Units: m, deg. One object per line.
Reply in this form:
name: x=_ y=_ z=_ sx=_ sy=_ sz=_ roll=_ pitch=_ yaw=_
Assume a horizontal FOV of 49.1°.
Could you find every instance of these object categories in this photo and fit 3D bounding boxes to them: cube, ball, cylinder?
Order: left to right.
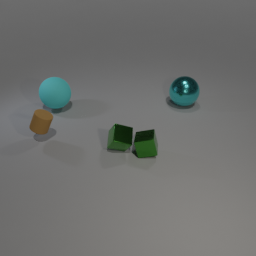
cylinder: x=-3.224 y=-0.231 z=10.412 sx=0.700 sy=0.700 sz=0.700 roll=23 pitch=25 yaw=-11
ball: x=-3.255 y=-1.568 z=12.519 sx=1.400 sy=1.400 sz=1.400 roll=0 pitch=32 yaw=0
cube: x=-0.284 y=0.348 z=9.981 sx=0.700 sy=0.700 sz=0.700 roll=13 pitch=62 yaw=-19
cube: x=0.651 y=0.550 z=9.925 sx=0.700 sy=0.700 sz=0.700 roll=-9 pitch=28 yaw=13
ball: x=2.609 y=-1.697 z=12.997 sx=1.400 sy=1.400 sz=1.400 roll=0 pitch=32 yaw=0
